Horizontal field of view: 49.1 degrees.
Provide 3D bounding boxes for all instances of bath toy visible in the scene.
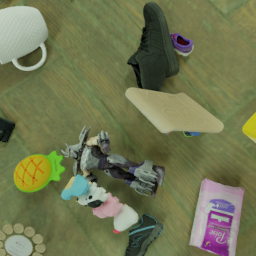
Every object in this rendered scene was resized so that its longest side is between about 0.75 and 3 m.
[{"bbox_3d":[-0.678,2.079,7.425,2.187,0.951,0.808,41,83,-27],"label":"bath toy"}]

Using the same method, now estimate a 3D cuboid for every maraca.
[{"bbox_3d":[-2.547,1.236,8.021,1.581,0.846,1.084,-19,69,7],"label":"maraca"}]

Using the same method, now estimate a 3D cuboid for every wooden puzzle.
[{"bbox_3d":[1.257,-0.400,7.892,2.233,0.517,2.068,-2,35,-35],"label":"wooden puzzle"}]

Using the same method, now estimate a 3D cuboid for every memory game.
[{"bbox_3d":[-2.912,3.164,7.529,1.418,0.090,1.418,0,108,0],"label":"memory game"}]

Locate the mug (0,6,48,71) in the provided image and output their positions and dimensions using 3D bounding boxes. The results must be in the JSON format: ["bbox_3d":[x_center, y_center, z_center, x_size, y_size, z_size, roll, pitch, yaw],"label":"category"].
[{"bbox_3d":[-3.440,-2.831,8.989,1.757,1.479,2.004,-29,106,-17],"label":"mug"}]

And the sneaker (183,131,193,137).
[{"bbox_3d":[2.172,-0.080,8.625,1.056,0.442,0.405,-27,76,-7],"label":"sneaker"}]

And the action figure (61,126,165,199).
[{"bbox_3d":[-0.482,1.018,7.766,2.909,1.893,1.009,18,36,3],"label":"action figure"}]

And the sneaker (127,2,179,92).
[{"bbox_3d":[0.621,-2.383,8.833,1.530,0.881,2.934,-21,95,-11],"label":"sneaker"}]

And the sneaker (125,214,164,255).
[{"bbox_3d":[0.230,3.189,7.692,0.712,0.636,1.738,35,68,18],"label":"sneaker"}]

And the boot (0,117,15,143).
[{"bbox_3d":[-4.003,0.036,8.654,0.833,0.318,0.700,20,71,-1],"label":"boot"}]

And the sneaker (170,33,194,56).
[{"bbox_3d":[1.432,-2.976,9.298,1.600,0.667,0.645,20,76,10],"label":"sneaker"}]

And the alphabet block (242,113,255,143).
[{"bbox_3d":[4.882,0.138,5.965,2.961,2.908,2.893,38,98,-4],"label":"alphabet block"}]

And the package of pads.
[{"bbox_3d":[2.460,2.461,7.778,1.152,0.724,1.913,14,75,6],"label":"package of pads"}]
